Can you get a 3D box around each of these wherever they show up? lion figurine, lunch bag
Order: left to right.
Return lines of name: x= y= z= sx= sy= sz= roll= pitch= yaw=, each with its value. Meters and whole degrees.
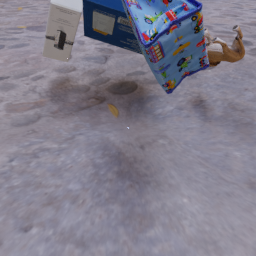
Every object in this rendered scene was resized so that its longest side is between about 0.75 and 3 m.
lunch bag: x=0.400 y=-2.038 z=5.261 sx=1.060 sy=1.697 sz=2.254 roll=-34 pitch=64 yaw=5
lion figurine: x=2.759 y=-2.258 z=8.253 sx=0.797 sy=1.347 sz=2.200 roll=-45 pitch=28 yaw=1

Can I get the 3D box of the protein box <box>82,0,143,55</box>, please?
protein box: x=0.023 y=-3.575 z=8.350 sx=2.412 sy=1.639 sz=2.430 roll=16 pitch=-6 yaw=-6

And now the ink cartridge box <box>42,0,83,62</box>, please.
ink cartridge box: x=-2.061 y=-3.463 z=8.958 sx=0.920 sy=2.198 sz=1.586 roll=12 pitch=58 yaw=-18
